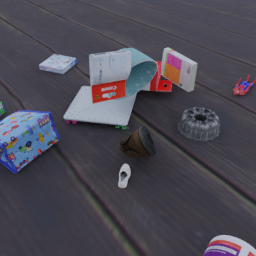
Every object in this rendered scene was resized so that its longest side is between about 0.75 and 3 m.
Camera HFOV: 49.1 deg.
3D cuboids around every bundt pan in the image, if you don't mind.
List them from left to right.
[{"bbox_3d":[2.648,-0.236,10.319,1.591,0.597,1.591,1,38,-1],"label":"bundt pan"}]

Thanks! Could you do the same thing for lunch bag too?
[{"bbox_3d":[-3.973,0.144,9.550,2.560,1.204,1.928,17,43,34],"label":"lunch bag"}]

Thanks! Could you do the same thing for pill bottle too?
[{"bbox_3d":[1.781,3.243,5.431,1.193,1.193,2.121,25,45,28],"label":"pill bottle"}]

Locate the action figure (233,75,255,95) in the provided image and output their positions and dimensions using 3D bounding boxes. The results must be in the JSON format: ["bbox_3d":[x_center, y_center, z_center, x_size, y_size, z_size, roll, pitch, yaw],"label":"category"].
[{"bbox_3d":[5.217,-1.906,12.585,0.591,0.467,1.807,30,50,29],"label":"action figure"}]

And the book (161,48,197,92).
[{"bbox_3d":[2.288,-2.694,12.810,0.484,1.345,2.013,-20,43,-23],"label":"book"}]

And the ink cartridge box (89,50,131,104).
[{"bbox_3d":[-0.548,-1.602,9.019,1.310,1.637,0.387,-15,31,-26],"label":"ink cartridge box"}]

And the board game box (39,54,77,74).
[{"bbox_3d":[-3.588,-3.311,14.431,1.384,0.300,1.377,14,41,17],"label":"board game box"}]

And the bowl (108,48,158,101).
[{"bbox_3d":[-0.073,-2.176,10.642,2.186,2.186,1.143,-24,71,-27],"label":"bowl"}]

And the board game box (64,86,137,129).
[{"bbox_3d":[-1.028,-0.882,11.347,2.453,0.317,2.453,6,39,8],"label":"board game box"}]

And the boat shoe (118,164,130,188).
[{"bbox_3d":[-0.101,1.384,8.483,0.325,0.318,0.917,4,38,4],"label":"boat shoe"}]

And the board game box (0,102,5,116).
[{"bbox_3d":[-6.569,-0.445,10.635,2.943,0.507,1.992,8,39,10],"label":"board game box"}]

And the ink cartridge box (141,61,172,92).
[{"bbox_3d":[0.548,-2.393,12.497,2.885,0.970,1.676,6,27,8],"label":"ink cartridge box"}]

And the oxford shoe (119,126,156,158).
[{"bbox_3d":[0.249,0.546,8.281,1.017,2.410,0.876,-17,79,-2],"label":"oxford shoe"}]
